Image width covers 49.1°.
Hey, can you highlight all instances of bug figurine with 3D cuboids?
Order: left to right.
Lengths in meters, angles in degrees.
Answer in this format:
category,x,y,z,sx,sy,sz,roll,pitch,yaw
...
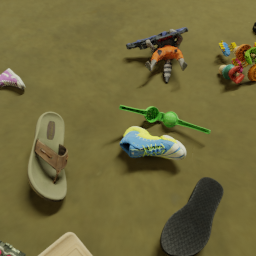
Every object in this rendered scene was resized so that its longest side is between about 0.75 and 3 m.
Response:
category,x,y,z,sx,sy,sz,roll,pitch,yaw
bug figurine,4.107,-2.511,9.768,1.925,0.495,1.493,-1,57,-6

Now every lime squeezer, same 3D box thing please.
category,x,y,z,sx,sy,sz,roll,pitch,yaw
lime squeezer,0.992,-0.320,7.780,2.523,0.891,0.476,16,82,-3

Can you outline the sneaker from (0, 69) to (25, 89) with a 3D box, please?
category,x,y,z,sx,sy,sz,roll,pitch,yaw
sneaker,-3.795,-1.452,9.033,0.625,0.397,1.096,-41,54,-21

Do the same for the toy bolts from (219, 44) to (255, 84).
category,x,y,z,sx,sy,sz,roll,pitch,yaw
toy bolts,3.678,-1.997,9.263,1.270,1.213,0.881,-38,33,-3

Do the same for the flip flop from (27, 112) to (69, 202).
category,x,y,z,sx,sy,sz,roll,pitch,yaw
flip flop,-1.825,0.583,6.806,0.968,0.687,2.387,19,53,-35

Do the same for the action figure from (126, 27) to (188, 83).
category,x,y,z,sx,sy,sz,roll,pitch,yaw
action figure,1.054,-2.566,9.664,2.180,1.140,2.109,-8,42,17

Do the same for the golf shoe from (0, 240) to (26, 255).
category,x,y,z,sx,sy,sz,roll,pitch,yaw
golf shoe,-3.072,2.495,5.655,1.955,0.754,0.861,22,63,18

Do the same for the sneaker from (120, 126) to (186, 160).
category,x,y,z,sx,sy,sz,roll,pitch,yaw
sneaker,0.551,0.568,7.147,1.742,0.660,0.915,18,41,29

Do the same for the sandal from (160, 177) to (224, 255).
category,x,y,z,sx,sy,sz,roll,pitch,yaw
sandal,1.483,2.009,6.247,0.877,0.527,2.336,34,44,18

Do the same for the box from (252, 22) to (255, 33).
category,x,y,z,sx,sy,sz,roll,pitch,yaw
box,5.685,-3.620,10.748,1.163,0.321,1.452,-11,52,-8

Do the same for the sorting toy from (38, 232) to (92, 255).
category,x,y,z,sx,sy,sz,roll,pitch,yaw
sorting toy,-1.521,3.583,4.964,2.850,0.419,2.107,-35,64,-28
